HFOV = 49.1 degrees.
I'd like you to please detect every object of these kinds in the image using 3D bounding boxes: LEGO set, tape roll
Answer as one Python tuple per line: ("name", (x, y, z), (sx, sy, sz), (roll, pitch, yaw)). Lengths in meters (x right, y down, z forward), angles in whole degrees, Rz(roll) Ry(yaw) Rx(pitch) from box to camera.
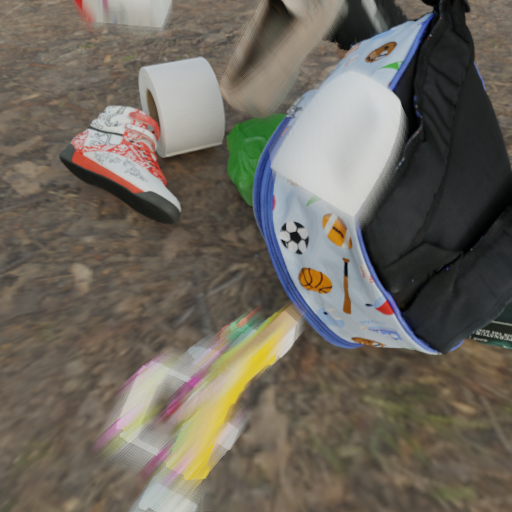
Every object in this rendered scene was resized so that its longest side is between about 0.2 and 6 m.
("LEGO set", (-0.431, 1.055, 4.642), (0.769, 0.950, 2.066), (17, 55, 23))
("tape roll", (-1.468, -2.897, 10.963), (1.202, 1.751, 1.751), (-17, 44, -18))

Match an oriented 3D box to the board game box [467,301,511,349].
("board game box", (4.255, 0.033, 8.567), (2.379, 0.495, 3.517), (10, 42, 11))

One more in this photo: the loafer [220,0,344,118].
("loafer", (0.406, -3.305, 7.855), (1.012, 2.814, 0.885), (39, 21, 29))

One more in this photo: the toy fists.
("toy fists", (1.359, -1.785, 10.095), (3.789, 1.303, 1.932), (-11, 35, -10))

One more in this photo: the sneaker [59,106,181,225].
("sneaker", (-2.087, -1.746, 9.906), (2.938, 0.981, 1.575), (28, 72, 32))

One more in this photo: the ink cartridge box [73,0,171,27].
("ink cartridge box", (-1.697, -3.284, 6.830), (1.317, 0.443, 0.765), (12, 74, 17))

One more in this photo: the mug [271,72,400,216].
("mug", (0.753, -0.943, 4.625), (0.851, 1.010, 1.152), (28, 10, -14))

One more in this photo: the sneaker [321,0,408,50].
("sneaker", (1.226, -3.865, 8.818), (3.378, 1.479, 1.279), (56, 35, -1))

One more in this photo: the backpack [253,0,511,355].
("backpack", (1.660, -0.713, 7.081), (2.995, 3.888, 3.703), (-15, 32, 43))
